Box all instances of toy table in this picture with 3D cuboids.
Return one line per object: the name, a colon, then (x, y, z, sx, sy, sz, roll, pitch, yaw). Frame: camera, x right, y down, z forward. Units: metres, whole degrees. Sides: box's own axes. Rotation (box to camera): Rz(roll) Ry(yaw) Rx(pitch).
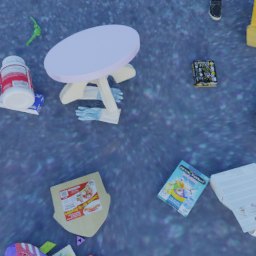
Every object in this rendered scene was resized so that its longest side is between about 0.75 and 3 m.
toy table: (-0.980, -1.840, 8.829, 2.896, 1.696, 2.662, -14, 57, -5)

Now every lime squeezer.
lime squeezer: (-3.592, -3.781, 10.801, 0.508, 0.271, 1.438, -16, 62, 26)

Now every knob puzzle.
knob puzzle: (-1.262, 2.222, 7.846, 1.804, 0.250, 1.804, 0, 64, 0)

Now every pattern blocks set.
pattern blocks set: (-1.720, 3.646, 7.216, 1.597, 0.147, 1.816, 38, 70, 17)

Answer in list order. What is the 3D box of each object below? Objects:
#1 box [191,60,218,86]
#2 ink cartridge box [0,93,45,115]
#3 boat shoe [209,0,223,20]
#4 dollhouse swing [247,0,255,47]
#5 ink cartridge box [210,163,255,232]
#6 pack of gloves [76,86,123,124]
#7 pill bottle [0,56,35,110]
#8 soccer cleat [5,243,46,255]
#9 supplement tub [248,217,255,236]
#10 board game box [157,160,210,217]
box: (2.688, -1.929, 9.863, 0.784, 0.242, 0.982, 0, 64, -2)
ink cartridge box: (-3.544, -0.908, 9.325, 1.365, 0.302, 0.642, 11, 64, 5)
boat shoe: (3.519, -4.873, 11.195, 0.487, 0.406, 1.305, 8, 66, 2)
dollhouse swing: (5.405, -4.451, 10.033, 2.213, 2.140, 2.435, 17, 65, 8)
ink cartridge box: (3.293, 1.892, 7.641, 1.438, 0.445, 1.773, -14, 49, -7)
pack of gloves: (-0.931, -0.748, 9.336, 1.533, 0.302, 1.288, 6, 68, 12)
pill bottle: (-3.533, -1.461, 8.866, 0.927, 0.927, 1.651, -16, 60, -7)
soccer cleat: (-2.351, 3.357, 6.918, 1.959, 0.717, 0.668, 17, 70, 22)
supplement tub: (3.837, 2.562, 7.349, 1.166, 0.842, 0.842, 11, 65, 5)
board game box: (1.600, 1.718, 8.063, 0.963, 0.299, 1.276, 34, 69, 15)
